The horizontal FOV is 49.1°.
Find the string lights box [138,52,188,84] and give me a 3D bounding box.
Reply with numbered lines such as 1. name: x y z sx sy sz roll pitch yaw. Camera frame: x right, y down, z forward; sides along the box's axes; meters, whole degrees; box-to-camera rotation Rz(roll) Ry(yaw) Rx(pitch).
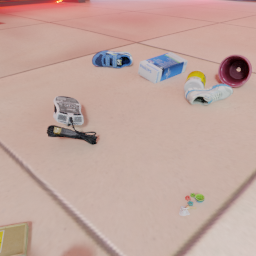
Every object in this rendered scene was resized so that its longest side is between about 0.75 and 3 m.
1. string lights box: 1.681 -2.927 13.402 2.230 0.657 1.146 -26 50 -34

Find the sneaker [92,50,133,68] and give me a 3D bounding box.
1. sneaker: -0.761 -3.509 14.396 2.170 0.802 0.893 -8 35 -12

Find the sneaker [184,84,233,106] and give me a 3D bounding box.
1. sneaker: 3.193 -1.181 10.860 1.865 0.699 0.808 -9 38 1

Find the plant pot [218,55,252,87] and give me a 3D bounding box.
1. plant pot: 4.837 -2.552 12.471 1.375 1.375 1.231 19 20 27

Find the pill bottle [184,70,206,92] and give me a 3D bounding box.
1. pill bottle: 2.848 -1.921 11.791 0.811 0.811 1.485 10 34 15

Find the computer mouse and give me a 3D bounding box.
1. computer mouse: -1.949 -0.284 9.316 1.495 0.598 2.727 6 27 -20

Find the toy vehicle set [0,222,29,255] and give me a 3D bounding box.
1. toy vehicle set: -2.652 2.336 5.538 1.256 0.166 0.780 -7 32 -11

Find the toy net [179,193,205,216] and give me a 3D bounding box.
1. toy net: 1.423 1.744 6.513 0.781 0.151 0.410 -25 40 -34
